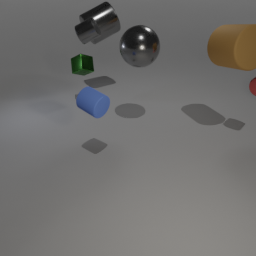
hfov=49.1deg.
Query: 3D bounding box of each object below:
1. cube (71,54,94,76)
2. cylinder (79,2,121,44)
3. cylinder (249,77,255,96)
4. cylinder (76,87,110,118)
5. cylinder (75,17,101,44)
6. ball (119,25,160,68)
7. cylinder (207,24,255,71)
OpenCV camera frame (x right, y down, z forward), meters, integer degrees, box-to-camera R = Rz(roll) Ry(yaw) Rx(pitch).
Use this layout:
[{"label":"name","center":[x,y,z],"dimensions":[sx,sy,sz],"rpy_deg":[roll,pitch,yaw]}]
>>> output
[{"label":"cube","center":[-1.994,-2.754,12.251],"dimensions":[0.700,0.700,0.700],"rpy_deg":[-11,-7,40]},{"label":"cylinder","center":[-1.274,-4.764,12.741],"dimensions":[1.400,1.400,1.400],"rpy_deg":[-32,36,-8]},{"label":"cylinder","center":[4.564,-1.482,9.476],"dimensions":[0.700,0.700,0.700],"rpy_deg":[21,35,33]},{"label":"cylinder","center":[-0.992,-0.731,7.993],"dimensions":[0.700,0.700,0.700],"rpy_deg":[31,40,25]},{"label":"cylinder","center":[-1.433,-3.476,10.022],"dimensions":[0.700,0.700,0.700],"rpy_deg":[-22,25,15]},{"label":"ball","center":[0.403,-2.785,9.603],"dimensions":[1.400,1.400,1.400],"rpy_deg":[0,29,0]},{"label":"cylinder","center":[3.601,-2.674,9.237],"dimensions":[1.400,1.400,1.400],"rpy_deg":[-11,22,-19]}]
